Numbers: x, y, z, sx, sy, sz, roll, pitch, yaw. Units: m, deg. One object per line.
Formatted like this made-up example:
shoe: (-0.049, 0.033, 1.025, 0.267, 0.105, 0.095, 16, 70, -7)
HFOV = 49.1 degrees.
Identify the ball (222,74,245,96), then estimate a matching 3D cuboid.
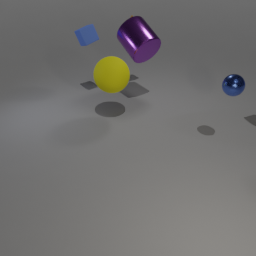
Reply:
ball: (3.335, -1.351, 8.855, 0.700, 0.700, 0.700, 0, 31, 0)

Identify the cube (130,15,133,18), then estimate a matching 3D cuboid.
cube: (0.386, -4.709, 13.121, 0.700, 0.700, 0.700, 3, 40, -52)

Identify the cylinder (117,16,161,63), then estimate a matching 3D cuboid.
cylinder: (0.458, -3.737, 11.898, 1.400, 1.400, 1.400, -22, 69, -32)

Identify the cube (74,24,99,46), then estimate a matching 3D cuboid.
cube: (-1.811, -4.075, 12.310, 0.700, 0.700, 0.700, -33, 26, -19)

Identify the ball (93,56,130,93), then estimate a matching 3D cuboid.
ball: (-0.631, -2.052, 10.835, 1.400, 1.400, 1.400, 0, 31, 0)
